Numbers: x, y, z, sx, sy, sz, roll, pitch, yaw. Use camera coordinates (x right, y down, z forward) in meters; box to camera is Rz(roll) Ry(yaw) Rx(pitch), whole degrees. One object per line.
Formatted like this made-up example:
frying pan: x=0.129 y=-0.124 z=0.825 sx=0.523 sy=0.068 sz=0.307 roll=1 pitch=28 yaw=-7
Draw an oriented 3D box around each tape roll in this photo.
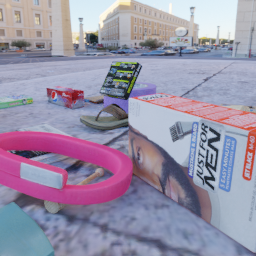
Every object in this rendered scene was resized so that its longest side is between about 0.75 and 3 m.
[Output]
tape roll: x=0.077 y=-1.255 z=11.082 sx=2.075 sy=0.882 sz=2.075 roll=-1 pitch=17 yaw=0

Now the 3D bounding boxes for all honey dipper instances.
honey dipper: x=-0.850 y=1.030 z=4.922 sx=0.285 sy=0.285 sz=1.500 roll=8 pitch=15 yaw=25

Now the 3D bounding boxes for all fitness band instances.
fitness band: x=-1.256 y=0.606 z=5.051 sx=2.735 sy=0.512 sz=1.964 roll=14 pitch=12 yaw=20

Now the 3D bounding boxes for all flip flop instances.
flip flop: x=-0.264 y=-0.419 z=8.664 sx=2.459 sy=0.708 sz=0.997 roll=-5 pitch=18 yaw=-9

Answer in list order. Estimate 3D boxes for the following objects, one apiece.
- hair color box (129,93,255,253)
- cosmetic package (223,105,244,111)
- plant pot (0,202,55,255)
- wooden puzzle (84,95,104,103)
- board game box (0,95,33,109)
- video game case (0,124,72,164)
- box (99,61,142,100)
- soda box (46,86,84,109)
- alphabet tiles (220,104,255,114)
hair color box: x=1.131 y=0.429 z=4.575 sx=0.905 sy=1.570 sz=2.831 roll=-11 pitch=20 yaw=-31
cosmetic package: x=1.968 y=0.072 z=6.245 sx=0.851 sy=0.601 sz=1.643 roll=1 pitch=25 yaw=38
plant pot: x=-1.264 y=1.404 z=3.123 sx=0.904 sy=0.639 sz=0.639 roll=18 pitch=24 yaw=31
wooden puzzle: x=-1.263 y=-1.258 z=12.274 sx=1.751 sy=0.205 sz=1.181 roll=-11 pitch=16 yaw=-33
board game box: x=-4.999 y=-1.087 z=11.587 sx=1.149 sy=0.249 sz=1.708 roll=17 pitch=24 yaw=42
video game case: x=-2.397 y=0.429 z=6.794 sx=1.995 sy=0.256 sz=2.194 roll=-15 pitch=24 yaw=-40
box: x=-0.241 y=-1.444 z=8.406 sx=1.166 sy=1.126 sz=0.277 roll=14 pitch=-13 yaw=46
soda box: x=-2.593 y=-1.291 z=11.522 sx=0.614 sy=0.678 sz=1.937 roll=-16 pitch=24 yaw=-42
alphabet tiles: x=4.202 y=-0.514 z=10.033 sx=2.864 sy=0.108 sz=2.394 roll=7 pitch=19 yaw=22
